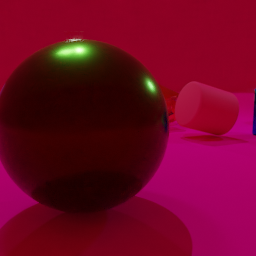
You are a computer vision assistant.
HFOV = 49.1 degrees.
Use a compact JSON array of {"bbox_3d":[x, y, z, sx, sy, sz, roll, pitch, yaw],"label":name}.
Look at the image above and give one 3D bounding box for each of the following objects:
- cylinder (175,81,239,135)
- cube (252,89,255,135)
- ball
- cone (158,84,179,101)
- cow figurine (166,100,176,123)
[{"bbox_3d":[1.622,-0.393,5.847,0.947,0.947,0.947,13,3,-21],"label":"cylinder"},{"bbox_3d":[3.380,-0.313,5.830,1.028,1.028,1.028,-2,8,-17],"label":"cube"},{"bbox_3d":[-0.343,-0.011,2.257,1.340,1.340,1.340,0,8,0],"label":"ball"},{"bbox_3d":[1.154,-0.946,8.657,1.253,1.248,1.248,-12,12,-27],"label":"cone"},{"bbox_3d":[0.810,-0.328,6.845,1.392,0.764,1.370,-16,7,-18],"label":"cow figurine"}]
